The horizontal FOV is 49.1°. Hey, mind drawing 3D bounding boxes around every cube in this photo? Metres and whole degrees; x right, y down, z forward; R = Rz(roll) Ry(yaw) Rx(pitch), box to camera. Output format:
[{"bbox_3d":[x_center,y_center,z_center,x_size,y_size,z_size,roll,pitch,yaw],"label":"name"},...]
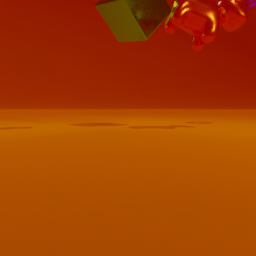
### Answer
[{"bbox_3d":[0.143,-3.021,7.071,1.163,1.163,1.163,18,-26,49],"label":"cube"}]

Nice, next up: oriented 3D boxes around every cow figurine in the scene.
[{"bbox_3d":[1.778,-2.568,6.209,1.676,1.649,0.920,28,-12,-9],"label":"cow figurine"}]

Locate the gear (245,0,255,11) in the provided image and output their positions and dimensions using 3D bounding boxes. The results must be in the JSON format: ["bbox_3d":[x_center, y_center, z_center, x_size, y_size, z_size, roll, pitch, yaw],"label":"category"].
[{"bbox_3d":[3.683,-3.700,7.835,1.247,0.231,1.247,-27,-2,-1],"label":"gear"}]
